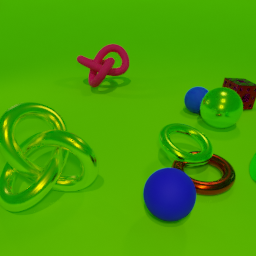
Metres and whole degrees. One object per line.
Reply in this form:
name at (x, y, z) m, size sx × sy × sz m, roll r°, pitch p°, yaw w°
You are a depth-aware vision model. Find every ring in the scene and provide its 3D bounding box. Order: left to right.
ring at (1.253, 0.328, 6.070) m, size 1.232 × 0.246 × 1.232 m, roll 12°, pitch 37°, yaw -9°
ring at (1.568, 0.909, 5.871) m, size 1.312 × 0.262 × 1.312 m, roll -1°, pitch 29°, yaw 1°

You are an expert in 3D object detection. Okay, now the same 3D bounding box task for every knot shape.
knot shape at (-1.473, 0.587, 5.236) m, size 1.901 × 2.032 × 0.939 m, roll 12°, pitch -6°, yaw 3°
knot shape at (-0.952, -2.229, 10.220) m, size 1.942 × 0.897 × 1.817 m, roll -4°, pitch 44°, yaw 10°

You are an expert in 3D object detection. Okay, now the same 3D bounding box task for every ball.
ball at (0.692, 1.105, 4.683) m, size 0.873 × 0.873 × 0.873 m, roll 0°, pitch 28°, yaw 0°
ball at (2.128, -0.851, 8.539) m, size 0.812 × 0.812 × 0.812 m, roll 0°, pitch 28°, yaw 0°
ball at (2.547, -0.550, 7.674) m, size 1.124 × 1.124 × 1.124 m, roll 0°, pitch 28°, yaw 0°

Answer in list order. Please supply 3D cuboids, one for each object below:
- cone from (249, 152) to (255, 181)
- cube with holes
cone at (3.225, 0.868, 5.780) m, size 0.945 × 0.942 × 0.942 m, roll 27°, pitch 29°, yaw -6°
cube with holes at (3.516, -1.104, 8.923) m, size 0.776 × 0.776 × 0.776 m, roll 0°, pitch 27°, yaw -16°
